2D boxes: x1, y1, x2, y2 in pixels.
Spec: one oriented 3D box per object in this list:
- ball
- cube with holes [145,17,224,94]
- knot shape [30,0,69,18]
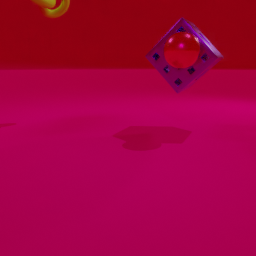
[{"bbox_3d":[1.244,-1.791,6.487,0.839,0.839,0.839,0,13,0],"label":"ball"},{"bbox_3d":[1.544,-1.913,7.517,1.309,1.309,1.309,-42,-6,27],"label":"cube with holes"},{"bbox_3d":[-2.342,-3.943,8.291,0.710,1.537,1.438,3,-27,25],"label":"knot shape"}]
